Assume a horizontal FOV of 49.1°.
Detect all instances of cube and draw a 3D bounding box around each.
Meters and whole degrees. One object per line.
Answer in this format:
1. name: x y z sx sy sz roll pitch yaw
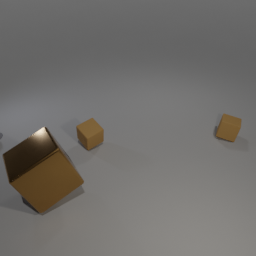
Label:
1. cube: -1.338 0.208 9.923 0.700 0.700 0.700 -30 59 -27
2. cube: 3.794 -0.016 10.553 0.700 0.700 0.700 19 34 13
3. cube: -2.290 1.100 7.568 1.400 1.400 1.400 -35 37 -11
